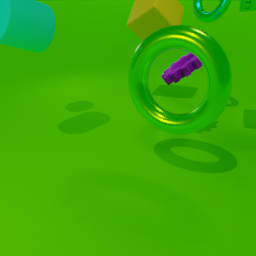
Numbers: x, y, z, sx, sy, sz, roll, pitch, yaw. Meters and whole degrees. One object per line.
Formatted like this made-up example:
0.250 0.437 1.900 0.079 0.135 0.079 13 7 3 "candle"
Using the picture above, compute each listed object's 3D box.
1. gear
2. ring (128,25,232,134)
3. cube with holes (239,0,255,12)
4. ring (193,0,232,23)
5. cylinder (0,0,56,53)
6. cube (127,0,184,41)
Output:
1.459 -1.592 7.148 1.296 0.240 1.296 -34 16 11 "gear"
0.927 -0.883 5.426 2.092 2.092 0.418 16 24 28 "ring"
2.879 -3.139 5.791 1.002 1.002 1.002 2 2 20 "cube with holes"
2.313 -3.610 7.699 0.271 1.357 1.357 -1 24 -32 "ring"
-2.443 -2.394 6.360 1.140 1.140 1.140 23 14 37 "cylinder"
0.904 -3.595 9.052 1.225 1.225 1.225 -18 48 44 "cube"
